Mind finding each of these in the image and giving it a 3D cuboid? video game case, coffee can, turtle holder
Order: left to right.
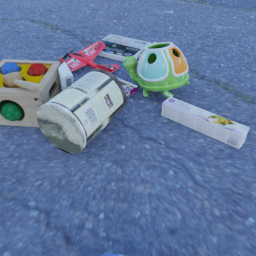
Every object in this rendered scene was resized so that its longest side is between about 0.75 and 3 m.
[{"bbox_3d":[-1.296,-0.552,8.279,1.636,1.636,2.235,20,43,23],"label":"coffee can"},{"bbox_3d":[-0.585,-1.461,10.264,1.387,0.274,1.530,26,35,25],"label":"video game case"},{"bbox_3d":[-0.390,-3.866,13.505,2.380,0.278,2.164,19,42,21],"label":"video game case"},{"bbox_3d":[1.094,-2.229,10.259,1.766,1.651,2.325,-26,31,-20],"label":"turtle holder"}]

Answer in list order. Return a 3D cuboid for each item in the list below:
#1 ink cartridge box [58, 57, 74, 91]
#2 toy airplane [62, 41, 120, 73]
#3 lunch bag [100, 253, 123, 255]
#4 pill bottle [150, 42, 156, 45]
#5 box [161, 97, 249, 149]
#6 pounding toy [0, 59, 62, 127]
[{"bbox_3d":[-2.255,-1.608,9.855,0.389,1.318,1.646,-17,42,-19],"label":"ink cartridge box"},{"bbox_3d":[-1.570,-2.778,11.918,2.861,0.526,2.861,-3,45,3],"label":"toy airplane"},{"bbox_3d":[0.262,3.124,4.383,2.262,0.855,1.813,10,42,14],"label":"lunch bag"},{"bbox_3d":[1.152,-3.678,13.079,0.501,0.501,0.893,11,40,13],"label":"pill bottle"},{"bbox_3d":[2.321,-0.219,8.741,2.723,0.564,0.527,26,44,30],"label":"box"},{"bbox_3d":[-3.310,-1.226,8.929,2.438,1.883,2.649,3,39,5],"label":"pounding toy"}]
